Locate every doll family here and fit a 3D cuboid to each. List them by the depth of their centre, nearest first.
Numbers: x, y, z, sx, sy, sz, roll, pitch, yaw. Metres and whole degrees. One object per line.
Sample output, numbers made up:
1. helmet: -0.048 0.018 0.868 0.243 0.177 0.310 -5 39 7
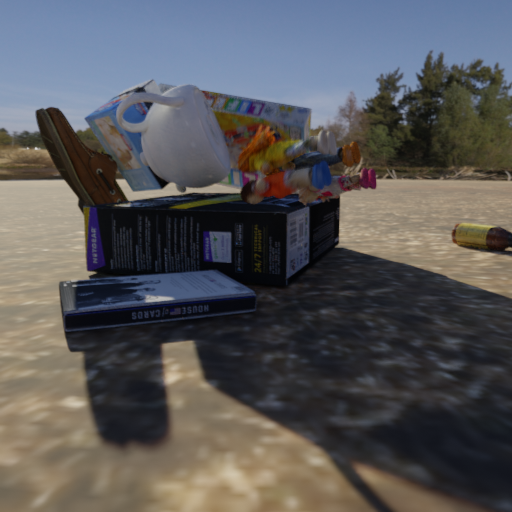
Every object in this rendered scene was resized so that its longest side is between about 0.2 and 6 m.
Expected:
1. doll family: 0.480 -1.030 6.245 1.155 0.839 1.861 -8 -1 35

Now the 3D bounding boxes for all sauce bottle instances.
1. sauce bottle: 4.260 -0.321 10.166 0.459 0.459 1.390 -8 15 -39

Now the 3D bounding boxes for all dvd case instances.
1. dvd case: -1.148 0.444 6.225 1.940 0.240 1.458 -3 10 -20

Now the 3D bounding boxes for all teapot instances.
1. teapot: -1.320 -1.867 9.267 1.338 1.832 1.809 -19 16 10

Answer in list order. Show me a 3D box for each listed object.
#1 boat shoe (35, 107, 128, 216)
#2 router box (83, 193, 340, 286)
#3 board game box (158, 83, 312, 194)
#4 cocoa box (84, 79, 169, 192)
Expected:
1. boat shoe: -3.058 -1.559 10.306 0.921 2.709 0.975 -32 34 -19
2. router box: -0.426 -0.448 9.134 2.997 0.996 3.812 3 10 19
3. board game box: -0.441 -2.181 10.968 2.997 2.015 0.513 13 56 13
4. cocoa box: -2.088 -2.157 10.317 1.115 1.672 1.097 4 42 49
